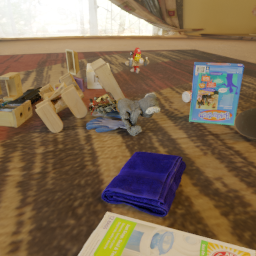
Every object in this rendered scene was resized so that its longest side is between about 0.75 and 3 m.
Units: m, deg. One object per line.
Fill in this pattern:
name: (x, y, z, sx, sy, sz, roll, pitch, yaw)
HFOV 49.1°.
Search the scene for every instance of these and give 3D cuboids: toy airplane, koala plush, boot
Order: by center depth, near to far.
koala plush: (0.430, -0.615, 9.209, 1.283, 1.179, 1.137, -21, 35, 14)
boot: (4.774, -0.159, 9.356, 2.994, 1.102, 1.130, -3, 1, -11)
toy airplane: (0.386, -2.582, 11.001, 0.875, 0.871, 0.617, -54, 36, -11)

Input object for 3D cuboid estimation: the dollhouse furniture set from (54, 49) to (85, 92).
dollhouse furniture set: (-3.336, -2.769, 13.807, 1.687, 2.129, 1.511, 22, 36, 38)

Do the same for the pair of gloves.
pair of gloves: (-0.598, -0.336, 10.406, 1.724, 0.244, 2.145, 3, 25, 1)

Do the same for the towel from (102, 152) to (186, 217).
towel: (0.463, 1.138, 6.559, 1.496, 0.502, 2.026, 10, 25, 20)

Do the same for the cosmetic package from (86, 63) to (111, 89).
cosmetic package: (-1.649, -2.974, 15.708, 1.326, 0.966, 2.609, -2, 21, -5)

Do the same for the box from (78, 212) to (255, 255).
box: (0.462, 2.086, 3.581, 2.121, 1.075, 1.193, 9, 26, 20)

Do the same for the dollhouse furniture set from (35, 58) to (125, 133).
dollhouse furniture set: (-1.728, -1.037, 10.639, 2.895, 1.884, 2.660, -31, 26, -1)

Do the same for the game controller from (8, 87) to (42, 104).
game controller: (-4.576, -1.412, 12.830, 1.119, 0.452, 2.144, -10, 20, 14)

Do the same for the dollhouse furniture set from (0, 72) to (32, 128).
dollhouse furniture set: (-4.436, -1.120, 10.202, 1.274, 1.808, 1.267, 3, 23, 8)

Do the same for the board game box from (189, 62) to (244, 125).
board game box: (3.100, -1.216, 10.011, 1.637, 2.152, 0.484, 6, 24, 12)

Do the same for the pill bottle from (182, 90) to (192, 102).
pill bottle: (2.925, -1.473, 12.731, 0.864, 0.488, 0.488, -14, 27, -32)

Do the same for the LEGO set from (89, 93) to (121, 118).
LEGO set: (-0.824, -0.696, 9.664, 1.157, 0.505, 1.782, -21, -8, 19)
